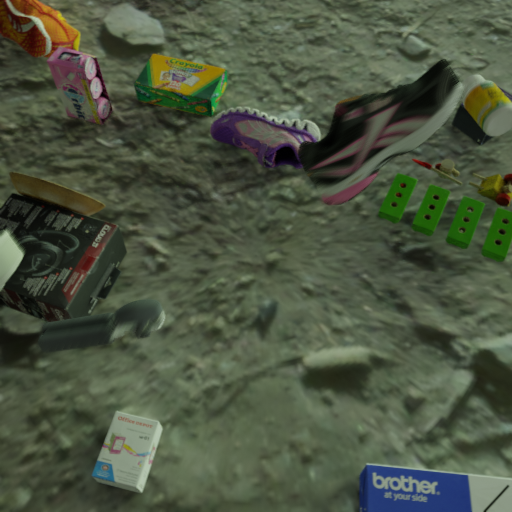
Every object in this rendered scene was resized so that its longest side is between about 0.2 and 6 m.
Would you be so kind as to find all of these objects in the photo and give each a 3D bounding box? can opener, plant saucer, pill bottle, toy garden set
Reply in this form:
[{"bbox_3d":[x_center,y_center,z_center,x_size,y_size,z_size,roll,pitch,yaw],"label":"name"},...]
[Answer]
[{"bbox_3d":[-1.753,0.734,6.317,1.448,0.484,0.386,-9,37,1],"label":"can opener"},{"bbox_3d":[-3.489,-1.017,9.760,1.672,1.672,0.296,16,84,10],"label":"plant saucer"},{"bbox_3d":[3.667,-2.429,8.930,0.564,0.564,1.001,-13,53,-8],"label":"pill bottle"},{"bbox_3d":[3.628,-0.980,10.330,2.264,0.452,1.887,23,62,15],"label":"toy garden set"}]

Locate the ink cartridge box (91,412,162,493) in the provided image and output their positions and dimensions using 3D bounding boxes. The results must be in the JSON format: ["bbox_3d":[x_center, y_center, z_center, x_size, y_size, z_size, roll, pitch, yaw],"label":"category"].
[{"bbox_3d":[-1.807,2.757,7.922,0.680,0.398,0.941,11,57,7],"label":"ink cartridge box"}]

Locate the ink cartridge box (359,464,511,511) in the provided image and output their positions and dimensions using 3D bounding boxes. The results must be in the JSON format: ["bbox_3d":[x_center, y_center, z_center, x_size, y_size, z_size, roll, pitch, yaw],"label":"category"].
[{"bbox_3d":[2.867,3.615,7.213,2.998,0.663,1.409,5,56,4],"label":"ink cartridge box"}]

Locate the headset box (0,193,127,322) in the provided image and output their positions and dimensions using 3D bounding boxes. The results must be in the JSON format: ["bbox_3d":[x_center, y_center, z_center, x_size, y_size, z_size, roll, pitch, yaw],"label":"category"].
[{"bbox_3d":[-3.413,0.113,9.328,2.313,0.893,1.721,17,59,9],"label":"headset box"}]

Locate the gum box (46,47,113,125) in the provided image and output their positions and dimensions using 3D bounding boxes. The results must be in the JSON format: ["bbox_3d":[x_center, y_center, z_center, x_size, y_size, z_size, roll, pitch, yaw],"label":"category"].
[{"bbox_3d":[-3.518,-3.421,11.247,0.842,1.484,0.491,17,59,12],"label":"gum box"}]

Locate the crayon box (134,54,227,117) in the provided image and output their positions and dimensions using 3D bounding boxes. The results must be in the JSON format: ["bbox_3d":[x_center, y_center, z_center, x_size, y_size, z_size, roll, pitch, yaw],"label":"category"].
[{"bbox_3d":[-1.591,-3.655,11.978,1.726,0.503,1.025,14,58,9],"label":"crayon box"}]

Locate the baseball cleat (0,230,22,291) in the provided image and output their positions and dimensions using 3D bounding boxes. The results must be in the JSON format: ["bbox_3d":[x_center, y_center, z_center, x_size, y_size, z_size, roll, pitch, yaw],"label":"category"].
[{"bbox_3d":[-3.723,-0.654,6.840,1.841,3.460,1.206,14,27,-17],"label":"baseball cleat"}]

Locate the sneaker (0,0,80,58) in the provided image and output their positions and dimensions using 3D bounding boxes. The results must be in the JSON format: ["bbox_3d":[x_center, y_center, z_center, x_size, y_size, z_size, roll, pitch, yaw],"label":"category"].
[{"bbox_3d":[-5.157,-5.394,12.961,1.195,1.131,3.098,-19,54,-43],"label":"sneaker"}]

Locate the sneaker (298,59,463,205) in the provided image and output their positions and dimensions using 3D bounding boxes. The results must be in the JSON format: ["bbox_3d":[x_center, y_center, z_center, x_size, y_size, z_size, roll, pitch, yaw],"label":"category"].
[{"bbox_3d":[1.704,-1.913,8.014,2.602,1.124,1.045,-43,20,9],"label":"sneaker"}]

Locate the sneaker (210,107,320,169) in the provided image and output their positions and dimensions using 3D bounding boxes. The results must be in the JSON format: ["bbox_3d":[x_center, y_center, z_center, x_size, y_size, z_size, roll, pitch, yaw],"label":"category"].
[{"bbox_3d":[0.124,-2.209,10.895,2.168,0.872,0.959,11,65,6],"label":"sneaker"}]

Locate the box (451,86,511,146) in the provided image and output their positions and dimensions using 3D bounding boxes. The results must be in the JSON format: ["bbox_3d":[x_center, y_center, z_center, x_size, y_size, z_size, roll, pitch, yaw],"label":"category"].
[{"bbox_3d":[4.719,-2.896,11.457,1.093,0.570,0.808,-35,64,-21],"label":"box"}]
